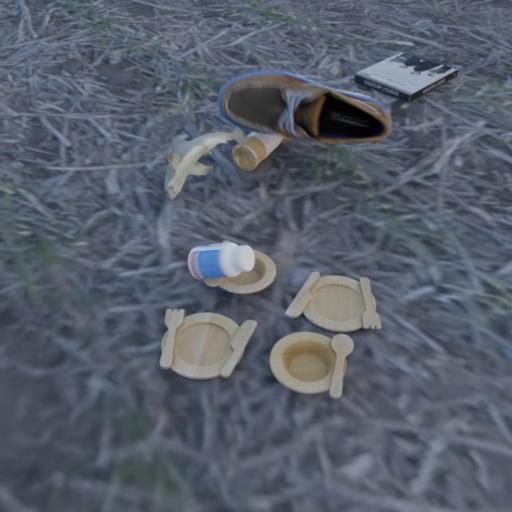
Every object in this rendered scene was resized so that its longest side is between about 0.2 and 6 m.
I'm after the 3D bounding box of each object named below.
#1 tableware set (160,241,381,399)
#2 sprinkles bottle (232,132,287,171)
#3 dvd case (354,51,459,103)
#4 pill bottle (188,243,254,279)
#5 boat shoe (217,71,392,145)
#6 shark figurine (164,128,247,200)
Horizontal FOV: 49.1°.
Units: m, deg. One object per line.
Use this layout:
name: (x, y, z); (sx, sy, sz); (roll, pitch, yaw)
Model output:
tableware set: (0.212, 0.790, 7.196); (2.720, 0.316, 2.272); (11, 42, 13)
sprinkles bottle: (0.157, -2.176, 10.479); (0.534, 0.534, 1.566); (19, 44, 21)
dvd case: (3.515, -4.226, 13.088); (2.053, 0.254, 1.543); (-33, 51, -32)
pill bottle: (-0.448, 0.064, 7.306); (0.801, 0.450, 0.450); (-5, 35, 32)
boat shoe: (0.847, -2.496, 9.508); (3.029, 1.094, 1.096); (5, 20, -3)
shark figurine: (-0.980, -1.803, 9.238); (1.723, 1.029, 0.719); (-36, 56, -6)
